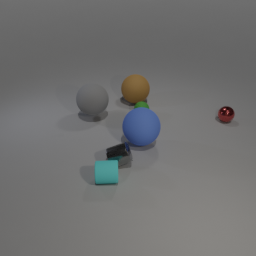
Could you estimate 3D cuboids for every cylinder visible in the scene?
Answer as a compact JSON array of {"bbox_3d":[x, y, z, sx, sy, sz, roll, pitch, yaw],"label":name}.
[{"bbox_3d":[-0.286,0.901,9.338,0.700,0.700,0.700,-20,29,9],"label":"cylinder"},{"bbox_3d":[-0.657,1.361,8.677,0.700,0.700,0.700,-2,30,-2],"label":"cylinder"}]

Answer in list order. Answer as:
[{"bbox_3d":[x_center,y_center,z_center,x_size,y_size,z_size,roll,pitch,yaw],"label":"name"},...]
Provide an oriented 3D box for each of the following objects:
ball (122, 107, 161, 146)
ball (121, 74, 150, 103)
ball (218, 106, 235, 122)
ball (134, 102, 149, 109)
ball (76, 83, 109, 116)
[{"bbox_3d":[0.491,-0.052,10.260,1.400,1.400,1.400,0,30,0],"label":"ball"},{"bbox_3d":[0.364,-1.911,13.675,1.400,1.400,1.400,0,30,0],"label":"ball"},{"bbox_3d":[4.256,-0.599,12.140,0.700,0.700,0.700,0,30,0],"label":"ball"},{"bbox_3d":[0.613,-0.839,12.583,0.700,0.700,0.700,0,30,0],"label":"ball"},{"bbox_3d":[-1.531,-1.238,12.084,1.400,1.400,1.400,0,30,0],"label":"ball"}]
